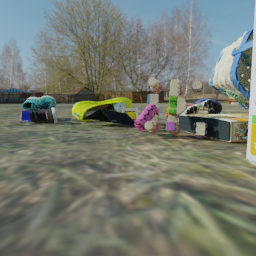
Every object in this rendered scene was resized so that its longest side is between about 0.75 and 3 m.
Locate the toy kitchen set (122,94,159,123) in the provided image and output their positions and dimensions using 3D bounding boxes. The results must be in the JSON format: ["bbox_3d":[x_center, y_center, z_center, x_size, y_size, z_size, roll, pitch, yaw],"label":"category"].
[{"bbox_3d":[0.328,-0.354,8.570,1.224,0.900,1.528,0,-14,6],"label":"toy kitchen set"}]

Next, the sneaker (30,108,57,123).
[{"bbox_3d":[-2.877,-0.385,9.435,0.753,0.537,1.518,-11,9,-27],"label":"sneaker"}]

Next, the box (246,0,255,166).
[{"bbox_3d":[2.372,-0.879,2.851,1.569,2.790,1.414,-1,7,-19],"label":"box"}]

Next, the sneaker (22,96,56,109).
[{"bbox_3d":[-3.422,-0.890,10.801,1.451,0.562,0.578,-3,24,20],"label":"sneaker"}]

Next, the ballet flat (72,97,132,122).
[{"bbox_3d":[-0.796,-0.614,10.641,2.664,0.890,0.893,-7,30,-34],"label":"ballet flat"}]

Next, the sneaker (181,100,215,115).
[{"bbox_3d":[1.952,-0.429,8.465,0.885,0.803,2.085,-1,4,43],"label":"sneaker"}]

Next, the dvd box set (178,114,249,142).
[{"bbox_3d":[2.999,-0.084,6.591,2.984,0.439,2.184,-2,6,-16],"label":"dvd box set"}]

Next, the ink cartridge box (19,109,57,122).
[{"bbox_3d":[-3.484,-0.518,11.070,1.162,0.455,2.453,-1,8,-11],"label":"ink cartridge box"}]

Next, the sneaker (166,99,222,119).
[{"bbox_3d":[2.406,-0.490,9.547,2.221,0.837,0.871,-13,18,-26],"label":"sneaker"}]

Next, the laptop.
[{"bbox_3d":[-0.503,-0.185,8.442,1.087,0.634,1.227,9,-25,-44],"label":"laptop"}]

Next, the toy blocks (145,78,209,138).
[{"bbox_3d":[1.121,-0.413,6.217,1.321,1.235,1.112,4,-4,17],"label":"toy blocks"}]

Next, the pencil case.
[{"bbox_3d":[0.475,-0.267,7.306,0.856,0.388,0.401,-47,-5,-41],"label":"pencil case"}]

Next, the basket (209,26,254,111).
[{"bbox_3d":[2.863,-1.081,5.470,1.921,1.515,2.178,28,-15,-15],"label":"basket"}]
